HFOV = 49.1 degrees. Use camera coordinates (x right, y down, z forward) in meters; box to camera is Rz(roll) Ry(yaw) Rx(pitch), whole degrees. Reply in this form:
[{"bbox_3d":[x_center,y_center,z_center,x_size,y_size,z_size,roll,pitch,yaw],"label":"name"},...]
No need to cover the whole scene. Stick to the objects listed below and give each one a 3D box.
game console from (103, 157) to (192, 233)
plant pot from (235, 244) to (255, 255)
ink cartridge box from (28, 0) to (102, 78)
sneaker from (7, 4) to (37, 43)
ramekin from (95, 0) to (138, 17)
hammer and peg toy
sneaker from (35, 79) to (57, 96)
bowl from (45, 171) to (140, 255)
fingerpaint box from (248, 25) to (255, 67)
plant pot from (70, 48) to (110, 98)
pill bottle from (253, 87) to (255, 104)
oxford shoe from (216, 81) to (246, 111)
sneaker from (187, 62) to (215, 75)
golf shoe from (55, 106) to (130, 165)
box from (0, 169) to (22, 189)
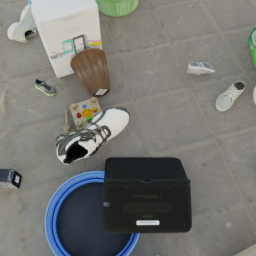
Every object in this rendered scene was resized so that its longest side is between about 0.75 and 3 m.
[{"bbox_3d":[0.556,2.057,9.040,2.649,1.541,2.329,0,80,-2],"label":"game console"},{"bbox_3d":[3.420,4.204,7.183,2.405,2.628,2.628,-22,64,5],"label":"plant pot"},{"bbox_3d":[-2.384,-3.910,10.970,2.124,2.908,2.134,-21,64,-12],"label":"ink cartridge box"},{"bbox_3d":[-4.410,-4.680,12.667,0.994,0.818,2.161,27,73,5],"label":"sneaker"},{"bbox_3d":[-0.553,-6.426,13.273,2.355,1.150,2.355,0,63,0],"label":"ramekin"},{"bbox_3d":[-1.761,-0.488,10.478,1.560,0.550,1.147,-19,67,-8],"label":"hammer and peg toy"},{"bbox_3d":[-3.329,-1.634,11.204,1.032,0.418,0.381,24,65,12],"label":"sneaker"},{"bbox_3d":[-1.047,2.854,8.783,2.981,0.585,2.981,0,63,0],"label":"bowl"},{"bbox_3d":[6.483,-2.969,11.570,2.246,0.988,2.692,-2,63,0],"label":"fingerpaint box"},{"bbox_3d":[-1.311,-2.031,10.940,1.469,1.469,1.571,-20,72,-10],"label":"plant pot"},{"bbox_3d":[5.754,-1.299,10.770,1.561,0.876,0.876,-5,63,-2],"label":"pill bottle"},{"bbox_3d":[4.038,-1.302,11.010,1.646,0.475,0.619,-42,73,-17],"label":"oxford shoe"},{"bbox_3d":[2.965,-2.414,11.502,1.233,0.505,0.461,5,53,-16],"label":"sneaker"},{"bbox_3d":[-1.072,0.348,9.428,2.856,1.110,1.349,-32,30,-1],"label":"golf shoe"},{"bbox_3d":[-4.053,1.668,9.286,0.772,0.778,0.480,3,63,1],"label":"box"}]
